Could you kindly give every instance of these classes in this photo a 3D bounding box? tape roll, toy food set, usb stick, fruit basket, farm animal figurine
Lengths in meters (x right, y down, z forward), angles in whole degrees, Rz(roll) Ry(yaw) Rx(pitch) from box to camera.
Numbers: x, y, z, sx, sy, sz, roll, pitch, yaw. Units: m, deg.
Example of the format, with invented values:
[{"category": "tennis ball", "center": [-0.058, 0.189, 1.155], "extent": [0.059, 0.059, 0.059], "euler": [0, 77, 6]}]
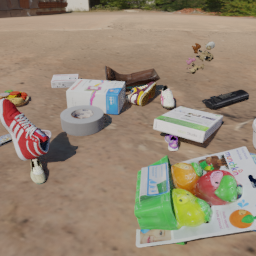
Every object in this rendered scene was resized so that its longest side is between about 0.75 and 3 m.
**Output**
[{"category": "tape roll", "center": [-1.844, -0.335, 11.398], "extent": [1.737, 0.574, 1.737], "euler": [-1, 28, 0]}, {"category": "toy food set", "center": [-5.660, -1.434, 13.637], "extent": [1.554, 0.382, 1.570], "euler": [4, 29, 8]}, {"category": "usb stick", "center": [4.815, -1.392, 13.536], "extent": [2.594, 0.423, 0.719], "euler": [-17, 39, -28]}, {"category": "fruit basket", "center": [1.629, 1.426, 6.649], "extent": [2.975, 1.394, 2.755], "euler": [-20, 24, 16]}, {"category": "farm animal figurine", "center": [2.879, -2.696, 10.909], "extent": [1.150, 1.162, 0.606], "euler": [-19, 45, -21]}]

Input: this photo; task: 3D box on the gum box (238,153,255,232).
[{"category": "gum box", "center": [3.937, 1.731, 7.523], "extent": [2.346, 0.615, 2.762], "euler": [11, 30, 20]}]

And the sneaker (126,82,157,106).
[{"category": "sneaker", "center": [0.698, -1.825, 13.905], "extent": [0.981, 0.816, 2.177], "euler": [18, 32, 18]}]

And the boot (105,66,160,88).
[{"category": "boot", "center": [0.275, -2.684, 14.083], "extent": [2.571, 0.826, 2.396], "euler": [-6, -10, 12]}]

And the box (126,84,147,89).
[{"category": "box", "center": [0.439, -2.406, 15.475], "extent": [1.430, 0.351, 0.588], "euler": [8, 29, 14]}]

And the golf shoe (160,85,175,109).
[{"category": "golf shoe", "center": [1.843, -1.463, 13.310], "extent": [0.601, 0.762, 1.654], "euler": [-3, 30, -5]}]

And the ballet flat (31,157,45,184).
[{"category": "ballet flat", "center": [-2.842, 1.256, 8.651], "extent": [0.413, 0.381, 1.223], "euler": [-13, 31, -23]}]

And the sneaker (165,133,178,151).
[{"category": "sneaker", "center": [1.605, 0.402, 10.161], "extent": [0.418, 0.459, 1.038], "euler": [-3, 27, -3]}]

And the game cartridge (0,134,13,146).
[{"category": "game cartridge", "center": [-4.604, 0.445, 10.420], "extent": [0.501, 0.156, 0.753], "euler": [26, 38, 32]}]

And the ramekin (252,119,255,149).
[{"category": "ramekin", "center": [5.310, 0.377, 9.686], "extent": [2.023, 0.942, 2.023], "euler": [0, 29, 0]}]

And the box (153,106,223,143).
[{"category": "box", "center": [2.394, -0.222, 10.836], "extent": [1.914, 0.482, 2.651], "euler": [16, 21, 28]}]

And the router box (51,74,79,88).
[{"category": "router box", "center": [-3.563, -2.693, 15.991], "extent": [1.478, 0.361, 1.326], "euler": [-3, 28, -6]}]

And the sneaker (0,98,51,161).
[{"category": "sneaker", "center": [-3.081, -0.030, 8.518], "extent": [1.146, 2.038, 0.726], "euler": [-13, 16, 23]}]

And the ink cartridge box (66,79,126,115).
[{"category": "ink cartridge box", "center": [-1.447, -1.499, 13.071], "extent": [2.421, 1.025, 1.750], "euler": [4, 29, 9]}]
